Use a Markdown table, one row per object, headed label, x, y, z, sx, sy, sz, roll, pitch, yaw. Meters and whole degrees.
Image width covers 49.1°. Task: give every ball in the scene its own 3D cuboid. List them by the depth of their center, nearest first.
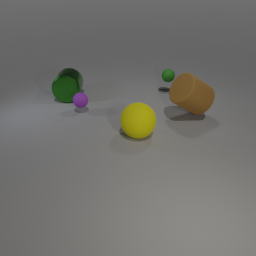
| label | x | y | z | sx | sy | sz | roll | pitch | yaw |
| --- | --- | --- | --- | --- | --- | --- | --- | --- | --- |
| ball | 0.397 | -0.294 | 10.954 | 1.400 | 1.400 | 1.400 | 0 | 29 | 0 |
| ball | -2.180 | -1.275 | 12.874 | 0.700 | 0.700 | 0.700 | 0 | 29 | 0 |
| ball | 2.133 | -2.772 | 14.830 | 0.700 | 0.700 | 0.700 | 0 | 29 | 0 |

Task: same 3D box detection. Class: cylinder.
| label | x | y | z | sx | sy | sz | roll | pitch | yaw |
| --- | --- | --- | --- | --- | --- | --- | --- | --- | --- |
| cylinder | 2.728 | -1.451 | 12.009 | 1.400 | 1.400 | 1.400 | 23 | 16 | -33 |
| cylinder | -3.060 | -2.196 | 14.313 | 1.400 | 1.400 | 1.400 | -1 | 29 | -1 |
